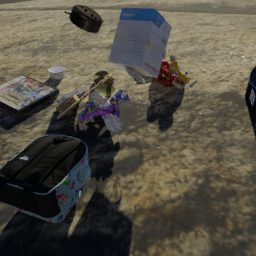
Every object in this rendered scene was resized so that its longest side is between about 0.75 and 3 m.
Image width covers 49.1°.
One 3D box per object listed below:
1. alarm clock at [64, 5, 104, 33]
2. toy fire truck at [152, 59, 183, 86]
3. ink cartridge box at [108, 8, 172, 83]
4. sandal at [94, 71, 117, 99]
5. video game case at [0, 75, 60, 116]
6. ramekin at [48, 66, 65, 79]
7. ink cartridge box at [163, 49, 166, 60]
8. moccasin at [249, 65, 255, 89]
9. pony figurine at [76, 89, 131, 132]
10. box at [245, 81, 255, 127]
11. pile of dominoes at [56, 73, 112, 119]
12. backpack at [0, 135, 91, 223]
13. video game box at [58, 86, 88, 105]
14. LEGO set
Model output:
[{"bbox_3d":[-1.412,-4.034,10.277,1.161,0.573,1.721,42,31,12],"label":"alarm clock"},{"bbox_3d":[2.247,-2.901,14.643,1.557,1.040,1.854,-8,35,-41],"label":"toy fire truck"},{"bbox_3d":[0.438,-3.169,11.073,1.564,2.498,1.606,17,2,31],"label":"ink cartridge box"},{"bbox_3d":[-1.188,-2.237,13.762,1.180,0.848,2.971,-10,38,-13],"label":"sandal"},{"bbox_3d":[-5.081,-1.647,13.409,2.636,0.336,2.382,23,42,27],"label":"video game case"},{"bbox_3d":[-3.821,-2.985,15.112,0.865,0.422,0.865,0,38,0],"label":"ramekin"},{"bbox_3d":[1.335,-4.715,17.080,1.363,0.800,1.862,-9,37,-13],"label":"ink cartridge box"},{"bbox_3d":[5.498,-1.699,10.780,1.055,0.894,2.623,-12,38,-13],"label":"moccasin"},{"bbox_3d":[-0.915,-0.812,11.503,2.101,1.813,2.177,-8,25,50],"label":"pony figurine"},{"bbox_3d":[6.537,-1.200,11.968,2.350,1.344,2.581,5,38,9],"label":"box"},{"bbox_3d":[-1.859,-1.481,11.578,2.634,0.419,2.053,-37,12,10],"label":"pile of dominoes"},{"bbox_3d":[-2.281,1.337,8.153,2.207,1.872,2.486,10,40,20],"label":"backpack"},{"bbox_3d":[-2.487,-1.407,12.604,1.170,1.066,0.274,-29,86,-32],"label":"video game box"},{"bbox_3d":[1.096,-1.179,6.196,0.401,0.324,0.872,-31,77,-36],"label":"LEGO set"}]
